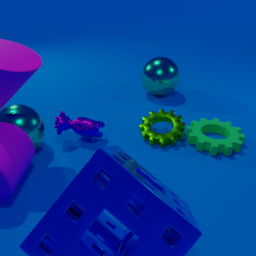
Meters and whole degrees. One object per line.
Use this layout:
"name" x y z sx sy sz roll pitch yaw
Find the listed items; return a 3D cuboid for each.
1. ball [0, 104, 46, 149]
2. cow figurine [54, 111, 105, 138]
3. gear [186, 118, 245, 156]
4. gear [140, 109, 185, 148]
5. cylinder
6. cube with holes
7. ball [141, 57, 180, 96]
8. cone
"ball" -2.540 0.034 6.530 1.186 1.186 1.186 0 32 0
"cow figurine" -1.229 -0.053 6.953 1.074 0.589 1.057 12 2 29
"gear" 2.207 0.194 7.128 1.397 0.258 1.397 1 31 -1
"gear" 0.885 -0.015 7.234 1.141 0.211 1.141 -4 48 4
"cylinder" -2.598 0.665 5.463 1.173 1.173 1.173 3 32 4
"cube with holes" -0.141 1.183 3.531 1.358 1.358 1.358 39 2 6
"ball" 1.072 -1.712 9.286 1.272 1.272 1.272 0 32 0
"cone" -2.545 -0.896 5.677 1.330 1.335 1.330 17 32 -11
